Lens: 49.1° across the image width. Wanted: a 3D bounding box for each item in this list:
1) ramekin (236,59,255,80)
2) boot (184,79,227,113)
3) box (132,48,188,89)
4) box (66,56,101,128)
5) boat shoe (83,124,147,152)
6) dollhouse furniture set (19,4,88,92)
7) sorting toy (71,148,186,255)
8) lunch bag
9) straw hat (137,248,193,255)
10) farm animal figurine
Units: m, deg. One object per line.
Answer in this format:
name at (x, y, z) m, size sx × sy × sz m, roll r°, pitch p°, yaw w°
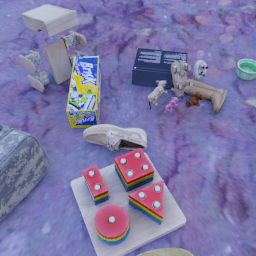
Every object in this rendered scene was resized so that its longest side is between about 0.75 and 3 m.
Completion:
ramekin at (4.839, -2.351, 11.349) m, size 0.904 × 0.442 × 0.904 m, roll 0°, pitch 51°, yaw 0°
boot at (2.794, -1.203, 10.403) m, size 1.538 × 0.509 × 1.347 m, roll 20°, pitch 41°, yaw 15°
box at (1.272, -2.360, 11.119) m, size 2.055 × 0.810 × 1.450 m, roll 8°, pitch 48°, yaw 6°
box at (-1.542, -1.399, 10.246) m, size 1.023 × 0.939 × 2.920 m, roll -2°, pitch 51°, yaw -1°
boat shoe at (-0.417, 0.359, 8.942) m, size 2.065 × 0.736 × 0.666 m, roll 1°, pitch 50°, yaw -1°
dollhouse furniture set at (-2.538, -2.860, 10.252) m, size 2.371 × 2.705 × 1.797 m, roll -36°, pitch 47°, yaw -27°
sorting toy at (-0.058, 1.880, 7.604) m, size 2.472 × 0.860 × 2.457 m, roll -20°, pitch 54°, yaw -16°
lunch bag at (-3.842, 1.120, 7.761) m, size 2.084 × 1.732 × 2.485 m, roll 16°, pitch 52°, yaw 27°
straw hat at (0.822, 3.277, 6.370) m, size 1.493 × 1.493 × 0.632 m, roll -9°, pitch 82°, yaw -7°
farm animal figurine at (1.722, -1.531, 10.002) m, size 1.959 × 1.938 × 1.022 m, roll 4°, pitch 15°, yaw -13°
